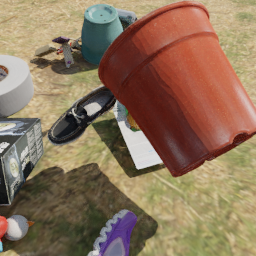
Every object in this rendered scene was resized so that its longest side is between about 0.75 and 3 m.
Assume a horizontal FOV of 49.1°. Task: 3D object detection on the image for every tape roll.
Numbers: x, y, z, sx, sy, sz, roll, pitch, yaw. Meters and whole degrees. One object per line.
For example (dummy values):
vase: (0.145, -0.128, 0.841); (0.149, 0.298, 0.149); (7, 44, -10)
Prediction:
tape roll: (-5.040, -1.552, 10.306); (2.940, 0.971, 2.940); (0, 44, 0)

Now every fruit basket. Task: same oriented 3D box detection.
fruit basket: (0.966, -0.116, 8.881); (2.519, 1.275, 2.720); (-15, 61, -15)

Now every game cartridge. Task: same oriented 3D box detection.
game cartridge: (-0.130, -4.856, 13.118); (1.490, 2.238, 0.465); (24, 89, 20)

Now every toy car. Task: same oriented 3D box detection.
toy car: (-2.759, 2.353, 6.417); (1.173, 1.038, 1.081); (6, 47, -38)

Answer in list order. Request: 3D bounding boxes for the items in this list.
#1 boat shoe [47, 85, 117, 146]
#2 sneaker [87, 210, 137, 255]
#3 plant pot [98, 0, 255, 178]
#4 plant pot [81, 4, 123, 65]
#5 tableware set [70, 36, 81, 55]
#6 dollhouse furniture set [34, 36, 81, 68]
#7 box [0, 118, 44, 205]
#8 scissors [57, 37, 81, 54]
boat shoe: (-1.049, -0.349, 6.667); (2.023, 0.610, 0.748); (-35, 75, -23)
sneaker: (-0.341, 3.000, 5.517); (1.243, 1.131, 2.812); (22, 51, 13)
plant pot: (1.140, -0.576, 5.636); (2.649, 2.649, 2.576); (-22, 72, -22)
plant pot: (-1.121, -4.109, 12.064); (2.047, 1.923, 2.047); (0, 55, 0)
tableware set: (-1.593, -3.880, 13.116); (2.424, 0.486, 1.602); (30, 51, 28)
dollhouse furniture set: (-3.091, -3.097, 12.516); (1.750, 1.242, 1.387); (-14, 1, 23)
box: (-3.642, 0.680, 7.063); (2.269, 1.193, 2.771); (0, 19, 0)
scissors: (-2.564, -3.975, 13.139); (1.719, 0.120, 0.629); (-27, 40, -2)
